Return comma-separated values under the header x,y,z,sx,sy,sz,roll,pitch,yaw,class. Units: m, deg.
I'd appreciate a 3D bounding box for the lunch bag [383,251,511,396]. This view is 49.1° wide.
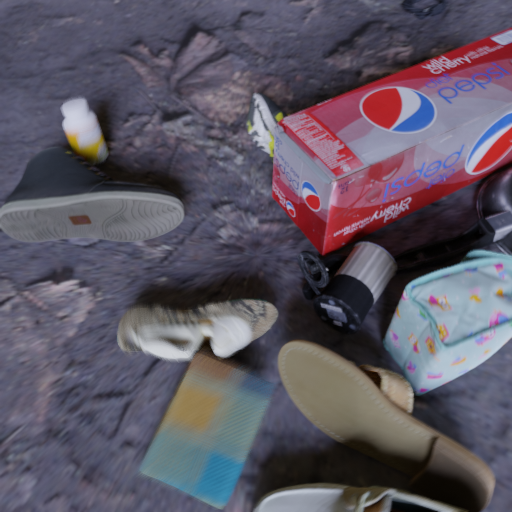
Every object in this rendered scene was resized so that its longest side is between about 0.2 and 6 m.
x,y,z,sx,sy,sz,roll,pitch,yaw,class
2.548,0.736,6.723,1.725,1.469,1.052,-21,58,-12,lunch bag

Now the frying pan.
x,y,z,sx,sy,sz,roll,pitch,yaw,class
3.810,-0.684,8.467,3.901,0.635,2.360,5,52,0,frying pan

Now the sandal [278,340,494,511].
x,y,z,sx,sy,sz,roll,pitch,yaw,class
1.498,1.783,6.496,2.665,0.977,0.876,35,31,16,sandal

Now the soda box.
x,y,z,sx,sy,sz,roll,pitch,yaw,class
2.568,-1.846,8.625,4.680,1.638,1.484,-25,56,-18,soda box

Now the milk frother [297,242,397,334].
x,y,z,sx,sy,sz,roll,pitch,yaw,class
1.167,0.192,7.360,1.062,1.177,1.107,25,56,23,milk frother

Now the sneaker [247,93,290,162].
x,y,z,sx,sy,sz,roll,pitch,yaw,class
0.475,-2.063,9.507,0.809,0.712,1.913,-13,58,-24,sneaker

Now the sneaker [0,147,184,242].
x,y,z,sx,sy,sz,roll,pitch,yaw,class
-2.389,-1.042,8.409,2.680,1.002,1.424,-1,53,1,sneaker

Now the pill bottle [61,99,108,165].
x,y,z,sx,sy,sz,roll,pitch,yaw,class
-2.812,-2.016,9.132,0.538,0.968,0.538,-7,37,5,pill bottle

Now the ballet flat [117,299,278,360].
x,y,z,sx,sy,sz,roll,pitch,yaw,class
-0.739,0.986,7.000,2.039,0.692,0.768,-3,29,2,ballet flat

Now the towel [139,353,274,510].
x,y,z,sx,sy,sz,roll,pitch,yaw,class
-0.542,1.956,6.391,1.073,0.159,1.464,19,69,16,towel

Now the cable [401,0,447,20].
x,y,z,sx,sy,sz,roll,pitch,yaw,class
3.756,-5.603,12.466,0.863,0.269,1.058,32,61,28,cable

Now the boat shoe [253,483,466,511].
x,y,z,sx,sy,sz,roll,pitch,yaw,class
1.160,2.699,5.604,2.473,0.846,0.924,3,52,3,boat shoe
